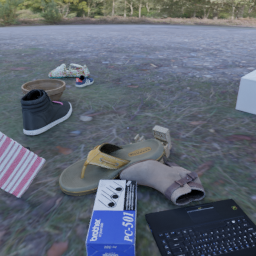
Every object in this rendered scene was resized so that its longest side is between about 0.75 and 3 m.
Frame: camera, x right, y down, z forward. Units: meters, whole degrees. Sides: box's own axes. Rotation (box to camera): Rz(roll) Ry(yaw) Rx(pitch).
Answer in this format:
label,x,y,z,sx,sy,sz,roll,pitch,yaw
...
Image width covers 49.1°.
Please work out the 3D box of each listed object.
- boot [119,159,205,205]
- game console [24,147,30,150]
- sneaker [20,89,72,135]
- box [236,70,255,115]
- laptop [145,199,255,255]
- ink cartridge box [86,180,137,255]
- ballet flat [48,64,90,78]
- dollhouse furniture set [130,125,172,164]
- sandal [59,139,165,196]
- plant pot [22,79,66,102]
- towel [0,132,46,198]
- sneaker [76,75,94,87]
label,x,y,z,sx,sy,sz,roll,pitch,yaw
boot,0.884,1.366,6.905,1.898,0.666,1.387,-8,27,-18
game console,-3.445,0.687,8.498,0.708,0.469,0.805,-12,27,-3
sneaker,-3.036,-0.917,10.775,1.006,1.411,2.846,7,25,18
box,5.831,-1.661,12.260,1.140,1.455,2.339,21,33,37
laptop,1.741,1.846,5.168,2.230,1.299,2.516,-6,26,-13
ink cartridge box,-0.279,1.878,6.088,0.924,0.435,1.965,0,26,3
ballet flat,-3.543,-3.448,16.753,2.471,0.790,0.935,-2,28,-2
dollhouse furniture set,0.804,0.635,8.657,1.112,0.788,1.211,18,52,33
sandal,-0.432,0.809,7.477,2.984,0.806,1.198,-20,35,-11
plant pot,-3.770,-1.557,12.710,1.905,0.879,1.905,1,26,0
towel,-2.945,0.826,6.721,1.573,1.151,0.235,36,1,-16
sneaker,-2.351,-2.662,15.377,0.499,0.562,1.330,13,28,26
